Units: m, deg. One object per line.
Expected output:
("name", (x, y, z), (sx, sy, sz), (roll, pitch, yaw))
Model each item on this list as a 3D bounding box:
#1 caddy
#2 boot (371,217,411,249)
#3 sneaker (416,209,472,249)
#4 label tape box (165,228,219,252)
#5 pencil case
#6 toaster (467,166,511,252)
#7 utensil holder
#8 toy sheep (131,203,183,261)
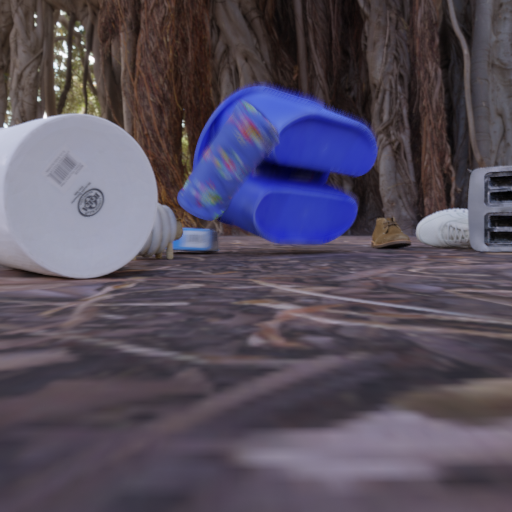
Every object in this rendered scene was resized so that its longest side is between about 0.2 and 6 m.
("caddy", (0.537, -1.716, 10.823), (3.774, 2.668, 1.981), (0, 22, -46))
("boot", (3.457, -0.600, 14.629), (0.829, 0.850, 2.252), (2, 4, -2))
("sneaker", (5.411, -0.619, 14.088), (2.834, 1.065, 1.148), (1, 11, 30))
("label tape box", (-1.328, -0.318, 11.418), (1.005, 0.464, 1.403), (3, 1, 5))
("pencil case", (-0.403, -1.385, 8.474), (0.835, 1.923, 0.750), (30, 28, -17))
("toaster", (5.551, -1.028, 12.102), (2.096, 1.896, 1.244), (2, 3, 31))
("utensil holder", (-2.199, -0.601, 5.954), (1.674, 1.674, 1.970), (-2, 6, -41))
("toy sheep", (-1.793, -0.404, 8.882), (1.438, 0.991, 0.991), (-2, 3, -42))
